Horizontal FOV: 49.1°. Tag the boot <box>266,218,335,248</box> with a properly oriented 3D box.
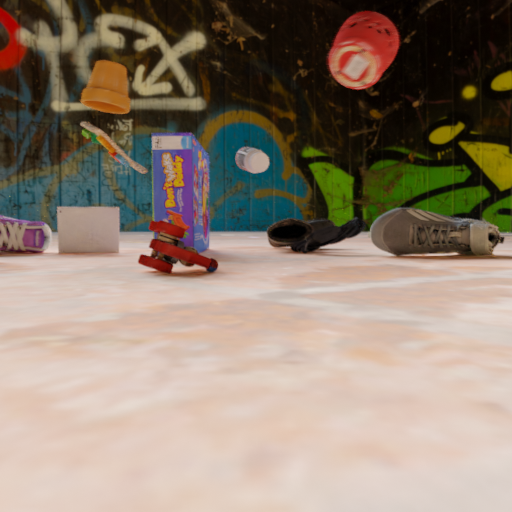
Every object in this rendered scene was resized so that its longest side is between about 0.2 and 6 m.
[{"bbox_3d":[1.233,-0.660,14.576,2.107,0.841,2.317,-14,-8,-4],"label":"boot"}]

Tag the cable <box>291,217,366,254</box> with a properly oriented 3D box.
[{"bbox_3d":[1.731,-0.417,13.108,1.809,0.460,1.476,-22,-5,-13],"label":"cable"}]

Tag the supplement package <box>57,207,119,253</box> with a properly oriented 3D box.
[{"bbox_3d":[-3.937,-0.614,13.177,1.377,1.073,0.764,-1,3,-16],"label":"supplement package"}]

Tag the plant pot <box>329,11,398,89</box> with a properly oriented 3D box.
[{"bbox_3d":[1.766,-3.430,9.444,1.042,1.042,0.949,2,44,35],"label":"plant pot"}]

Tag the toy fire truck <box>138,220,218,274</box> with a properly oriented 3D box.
[{"bbox_3d":[-1.037,-0.038,7.776,0.977,0.653,1.164,19,-3,-22],"label":"toy fire truck"}]

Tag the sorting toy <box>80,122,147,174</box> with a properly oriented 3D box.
[{"bbox_3d":[-3.252,-2.397,12.330,1.436,0.286,1.943,41,-4,-34],"label":"sorting toy"}]

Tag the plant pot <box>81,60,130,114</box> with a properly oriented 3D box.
[{"bbox_3d":[-3.419,-3.915,12.927,1.072,0.981,1.072,8,1,0],"label":"plant pot"}]

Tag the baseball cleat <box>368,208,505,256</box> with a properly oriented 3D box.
[{"bbox_3d":[3.882,-0.502,11.670,2.966,1.034,1.579,-2,4,-26],"label":"baseball cleat"}]

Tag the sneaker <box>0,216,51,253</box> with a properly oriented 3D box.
[{"bbox_3d":[-5.641,-0.521,12.306,1.656,1.053,2.904,4,4,14],"label":"sneaker"}]

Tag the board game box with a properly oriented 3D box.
[{"bbox_3d":[-1.660,-1.320,13.042,0.832,2.499,3.717,0,3,0],"label":"board game box"}]

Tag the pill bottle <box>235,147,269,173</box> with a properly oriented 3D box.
[{"bbox_3d":[-0.094,-2.460,14.427,0.615,0.615,1.062,-1,16,-20],"label":"pill bottle"}]
